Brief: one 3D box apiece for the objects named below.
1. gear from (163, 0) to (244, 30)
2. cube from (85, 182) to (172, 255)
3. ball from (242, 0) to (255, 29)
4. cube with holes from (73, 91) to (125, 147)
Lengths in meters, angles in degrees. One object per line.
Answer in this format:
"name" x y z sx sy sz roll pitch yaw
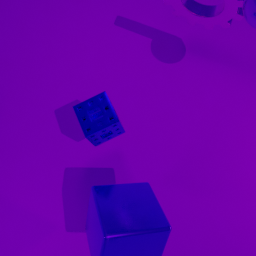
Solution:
"gear" 1.808 -3.107 6.617 1.994 1.994 0.369 21 80 4
"cube" -0.080 2.112 5.909 1.342 1.342 1.342 0 121 -19
"ball" 2.863 -2.499 5.640 1.034 1.034 1.034 0 79 0
"cube with holes" -0.665 -0.192 6.646 0.833 0.833 0.833 -26 70 0
